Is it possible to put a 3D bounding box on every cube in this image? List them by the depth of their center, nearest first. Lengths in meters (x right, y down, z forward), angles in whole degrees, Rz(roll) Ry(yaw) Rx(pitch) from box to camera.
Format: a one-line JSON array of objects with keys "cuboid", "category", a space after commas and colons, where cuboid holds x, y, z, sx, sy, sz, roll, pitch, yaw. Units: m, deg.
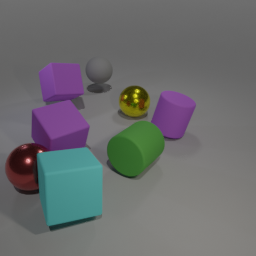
[{"cuboid": [-1.541, 1.447, 7.327, 1.400, 1.400, 1.400, -5, 18, -23], "category": "cube"}, {"cuboid": [-2.333, 0.126, 9.537, 1.400, 1.400, 1.400, -20, 57, -34], "category": "cube"}, {"cuboid": [-3.000, -2.028, 12.578, 1.400, 1.400, 1.400, -8, -2, -39], "category": "cube"}]

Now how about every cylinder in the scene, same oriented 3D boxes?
[{"cuboid": [0.271, 0.633, 9.062, 1.400, 1.400, 1.400, 18, 30, 28], "category": "cylinder"}, {"cuboid": [1.738, -0.537, 10.889, 1.400, 1.400, 1.400, 13, 28, -7], "category": "cylinder"}]

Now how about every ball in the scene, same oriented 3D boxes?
[{"cuboid": [-2.872, 1.138, 8.272, 1.400, 1.400, 1.400, 0, 30, 0], "category": "ball"}, {"cuboid": [0.286, -1.170, 12.305, 1.400, 1.400, 1.400, 0, 30, 0], "category": "ball"}, {"cuboid": [-1.485, -2.988, 14.438, 1.400, 1.400, 1.400, 0, 30, 0], "category": "ball"}]
